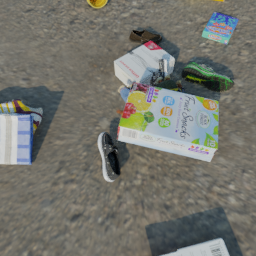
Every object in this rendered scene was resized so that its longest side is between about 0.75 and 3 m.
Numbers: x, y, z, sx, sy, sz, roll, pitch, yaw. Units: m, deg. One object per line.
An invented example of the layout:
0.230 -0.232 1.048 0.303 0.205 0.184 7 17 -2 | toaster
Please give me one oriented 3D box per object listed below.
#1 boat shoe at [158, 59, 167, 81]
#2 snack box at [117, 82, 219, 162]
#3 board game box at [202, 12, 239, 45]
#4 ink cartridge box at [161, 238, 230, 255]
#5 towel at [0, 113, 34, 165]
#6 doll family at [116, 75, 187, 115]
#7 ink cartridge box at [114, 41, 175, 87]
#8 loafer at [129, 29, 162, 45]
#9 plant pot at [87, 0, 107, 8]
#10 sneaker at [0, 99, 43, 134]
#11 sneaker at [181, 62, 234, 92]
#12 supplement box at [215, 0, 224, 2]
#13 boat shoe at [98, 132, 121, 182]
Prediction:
1.155 -1.917 9.528 0.295 0.871 0.312 -9 33 -7 | boat shoe
1.147 -0.235 7.776 2.561 0.678 1.821 14 51 3 | snack box
3.844 -4.171 11.651 1.093 0.323 1.437 23 60 14 | board game box
1.516 4.097 6.203 2.301 0.577 2.652 -12 58 -7 | ink cartridge box
-3.923 0.304 8.358 2.157 0.257 1.584 3 92 1 | towel
1.006 -0.760 9.010 2.894 1.135 1.673 -17 62 -8 | doll family
0.571 -2.194 10.124 1.798 0.750 1.306 -34 64 -20 | ink cartridge box
0.711 -3.669 11.236 1.346 0.480 0.491 4 57 3 | loafer
-1.495 -5.955 12.506 0.957 0.957 0.900 -24 44 -15 | plant pot
-3.881 -0.498 9.042 2.229 0.835 1.004 17 59 1 | sneaker
2.901 -1.912 9.971 1.845 0.720 0.786 26 61 16 | sneaker
3.573 -6.697 12.815 1.998 1.087 1.094 12 58 8 | supplement box
-0.497 0.761 8.147 0.546 0.517 1.562 20 51 -38 | boat shoe
